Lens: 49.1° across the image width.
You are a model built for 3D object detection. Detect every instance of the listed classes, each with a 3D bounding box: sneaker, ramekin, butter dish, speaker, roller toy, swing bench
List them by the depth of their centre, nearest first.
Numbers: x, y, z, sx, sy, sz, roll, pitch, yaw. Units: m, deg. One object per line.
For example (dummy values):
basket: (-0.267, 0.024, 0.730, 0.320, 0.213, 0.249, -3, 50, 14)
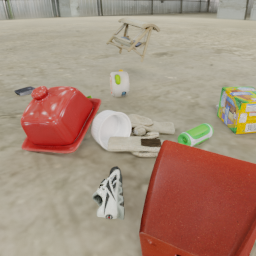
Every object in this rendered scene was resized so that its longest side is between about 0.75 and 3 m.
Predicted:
sneaker: (-0.557, 1.687, 7.681, 0.832, 0.697, 1.880, 0, 27, -4)
butter dish: (-2.658, -0.624, 9.833, 2.609, 1.934, 2.617, 1, 49, 27)
ramekin: (-0.629, 0.040, 10.068, 1.420, 1.420, 0.692, -20, 28, -33)
speaker: (2.538, 0.274, 10.440, 1.440, 0.637, 0.637, -20, 34, -33)
roller toy: (-0.395, -2.265, 14.483, 0.983, 1.283, 1.407, -5, 28, -9)
swing bench: (0.253, -4.856, 14.802, 1.978, 1.989, 1.290, 32, 6, 41)

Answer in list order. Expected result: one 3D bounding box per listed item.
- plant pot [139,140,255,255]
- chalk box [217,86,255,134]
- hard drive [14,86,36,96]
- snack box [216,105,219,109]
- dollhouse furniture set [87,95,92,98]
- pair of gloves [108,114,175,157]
plant pot: (1.399, 1.982, 5.703, 2.331, 2.328, 2.054, 15, 44, 26)
chalk box: (4.740, -0.904, 11.776, 1.428, 1.421, 2.296, -3, 29, -7)
hard drive: (-5.518, -1.993, 15.118, 0.676, 0.212, 1.002, 23, 35, 36)
snack box: (5.011, -1.053, 13.368, 1.577, 0.192, 0.567, -12, 30, -22)
dollhouse furniture set: (-2.230, -1.074, 13.356, 1.179, 0.592, 0.772, -21, 9, -2)
pair of gloves: (0.590, 0.175, 10.561, 2.373, 0.489, 2.791, 8, 27, 7)
